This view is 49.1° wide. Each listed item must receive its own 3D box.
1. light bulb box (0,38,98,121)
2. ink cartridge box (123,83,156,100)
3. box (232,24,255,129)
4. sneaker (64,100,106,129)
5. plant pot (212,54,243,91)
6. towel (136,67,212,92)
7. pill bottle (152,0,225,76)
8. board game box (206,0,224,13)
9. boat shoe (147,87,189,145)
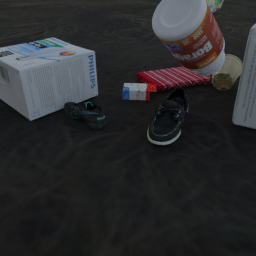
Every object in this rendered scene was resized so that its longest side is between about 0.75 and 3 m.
[{"bbox_3d":[-2.956,-1.873,9.787,2.746,1.714,2.722,-27,41,-37],"label":"light bulb box"},{"bbox_3d":[0.423,-1.315,10.140,1.180,0.397,0.685,2,32,4],"label":"ink cartridge box"},{"bbox_3d":[4.876,-1.662,8.279,2.520,2.941,2.927,15,34,26],"label":"box"},{"bbox_3d":[-1.347,-0.595,8.709,1.776,0.704,0.670,22,40,34],"label":"sneaker"},{"bbox_3d":[3.732,-2.056,10.801,1.184,1.184,1.084,14,45,21],"label":"plant pot"},{"bbox_3d":[1.859,-2.044,11.436,2.631,0.296,1.903,-11,31,-21],"label":"towel"},{"bbox_3d":[1.568,-2.102,6.646,1.213,1.213,2.162,28,1,38],"label":"pill bottle"},{"bbox_3d":[2.077,-3.226,7.290,0.754,0.395,0.388,-34,69,-17],"label":"board game box"},{"bbox_3d":[1.273,-0.475,8.326,0.985,0.874,2.635,16,35,24],"label":"boat shoe"}]
